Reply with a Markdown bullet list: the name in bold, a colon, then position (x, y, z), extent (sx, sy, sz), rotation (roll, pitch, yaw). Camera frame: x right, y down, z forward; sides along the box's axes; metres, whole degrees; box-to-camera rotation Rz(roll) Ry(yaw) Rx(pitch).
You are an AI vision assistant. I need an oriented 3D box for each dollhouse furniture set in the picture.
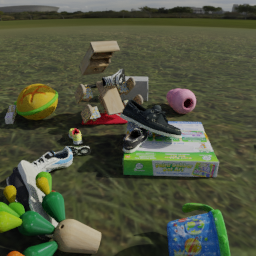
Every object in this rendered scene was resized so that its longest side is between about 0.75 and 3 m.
- **dollhouse furniture set**: position (-0.848, -1.932, 11.664), extent (2.529, 2.753, 1.791), rotation (-14, -15, -31)

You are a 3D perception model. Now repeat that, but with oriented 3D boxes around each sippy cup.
- **sippy cup**: position (1.365, 2.278, 5.625), extent (1.105, 1.184, 1.508), rotation (-8, 2, 8)

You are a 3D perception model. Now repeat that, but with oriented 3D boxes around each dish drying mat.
- **dish drying mat**: position (-0.978, -0.414, 11.995), extent (1.908, 0.174, 0.733), rotation (0, 40, -2)

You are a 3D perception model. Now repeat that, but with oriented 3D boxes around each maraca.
- **maraca**: position (-4.075, -1.216, 12.318), extent (1.873, 1.461, 2.732), rotation (-32, 32, -21)

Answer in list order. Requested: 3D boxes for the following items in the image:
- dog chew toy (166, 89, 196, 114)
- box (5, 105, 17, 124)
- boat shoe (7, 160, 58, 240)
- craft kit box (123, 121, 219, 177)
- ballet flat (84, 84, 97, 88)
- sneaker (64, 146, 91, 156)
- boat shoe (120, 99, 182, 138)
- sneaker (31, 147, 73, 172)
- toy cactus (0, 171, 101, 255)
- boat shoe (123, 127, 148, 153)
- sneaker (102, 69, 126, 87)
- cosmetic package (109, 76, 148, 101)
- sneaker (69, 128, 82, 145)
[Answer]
- **dog chew toy**: position (2.373, -1.335, 13.089), extent (1.127, 1.127, 1.809), rotation (-8, 20, -16)
- **box**: position (-5.161, -0.611, 12.398), extent (0.313, 0.292, 1.510), rotation (-5, 26, -11)
- **boat shoe**: position (-2.391, 1.821, 6.861), extent (0.732, 0.896, 2.427), rotation (-45, 53, 3)
- **craft kit box**: position (1.324, 0.595, 9.552), extent (2.850, 0.691, 2.815), rotation (1, 23, 3)
- **ballet flat**: position (-2.031, -2.508, 16.317), extent (1.054, 0.299, 0.350), rotation (-6, 26, -12)
- **sneaker**: position (-1.744, 0.755, 9.632), extent (0.926, 0.356, 0.410), rotation (3, 12, -5)
- **boat shoe**: position (0.817, -0.392, 9.659), extent (0.993, 0.881, 2.657), rotation (12, 9, -42)
- **sneaker**: position (-2.555, 1.077, 8.492), extent (1.876, 0.680, 0.674), rotation (-22, 34, -35)
- **toy cactus**: position (-1.765, 2.190, 5.781), extent (2.331, 1.444, 2.825), rotation (19, 25, -8)
- **boat shoe**: position (0.252, 0.269, 9.039), extent (0.549, 0.448, 1.485), rotation (13, 29, 25)
- **sneaker**: position (-0.623, -2.128, 11.765), extent (0.892, 0.585, 1.551), rotation (-2, 21, 11)
- **cosmetic package**: position (0.010, -2.040, 14.427), extent (2.096, 1.119, 0.945), rotation (2, 25, 0)
- **sneaker**: position (-1.963, 0.199, 10.512), extent (0.419, 0.484, 1.072), rotation (-13, 27, -22)
